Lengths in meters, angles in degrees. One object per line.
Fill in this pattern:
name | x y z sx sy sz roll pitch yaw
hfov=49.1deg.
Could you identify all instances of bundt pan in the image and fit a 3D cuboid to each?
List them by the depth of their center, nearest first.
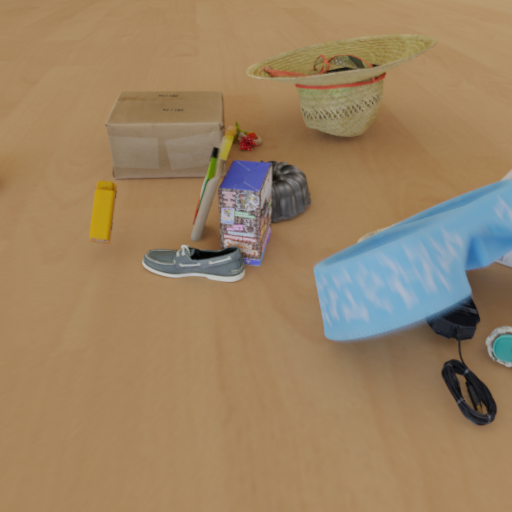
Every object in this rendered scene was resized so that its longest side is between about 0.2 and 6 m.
bundt pan | 0.227 -1.411 11.429 1.801 0.676 1.801 -3 34 2

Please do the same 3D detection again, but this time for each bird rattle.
bird rattle | -0.197 -3.005 14.124 0.785 0.542 0.963 -6 33 -40

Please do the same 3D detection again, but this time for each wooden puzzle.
wooden puzzle | -0.806 -1.209 9.672 0.283 2.421 1.633 18 34 -6

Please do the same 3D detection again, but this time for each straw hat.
straw hat | 2.157 -4.128 14.291 4.778 2.022 4.778 -8 27 4

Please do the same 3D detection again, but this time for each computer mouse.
computer mouse | 2.764 1.257 7.792 0.774 0.450 2.642 17 38 -4

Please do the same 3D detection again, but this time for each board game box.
board game box | -0.166 -0.760 9.807 0.708 1.461 1.165 6 34 9

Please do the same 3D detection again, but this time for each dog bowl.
dog bowl | 2.499 -0.071 8.069 3.976 0.986 2.216 -24 2 -29

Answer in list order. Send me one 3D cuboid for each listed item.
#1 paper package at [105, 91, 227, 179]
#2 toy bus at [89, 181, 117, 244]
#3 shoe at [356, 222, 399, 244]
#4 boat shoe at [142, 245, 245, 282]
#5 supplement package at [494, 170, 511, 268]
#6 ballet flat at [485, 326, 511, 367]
paper package | -2.003 -2.899 13.153 2.593 1.341 2.471 -2 34 -2
toy bus | -2.668 -0.782 9.768 0.359 0.432 1.103 6 77 -11
shoe | 2.806 -0.439 10.105 2.241 0.598 0.784 -12 35 -18
boat shoe | -1.066 0.012 9.467 1.789 0.553 0.651 7 34 10
supplement package | 4.729 -0.707 10.132 1.049 1.011 1.845 24 41 32
ballet flat | 4.137 1.304 7.495 1.988 0.713 0.713 14 36 20
